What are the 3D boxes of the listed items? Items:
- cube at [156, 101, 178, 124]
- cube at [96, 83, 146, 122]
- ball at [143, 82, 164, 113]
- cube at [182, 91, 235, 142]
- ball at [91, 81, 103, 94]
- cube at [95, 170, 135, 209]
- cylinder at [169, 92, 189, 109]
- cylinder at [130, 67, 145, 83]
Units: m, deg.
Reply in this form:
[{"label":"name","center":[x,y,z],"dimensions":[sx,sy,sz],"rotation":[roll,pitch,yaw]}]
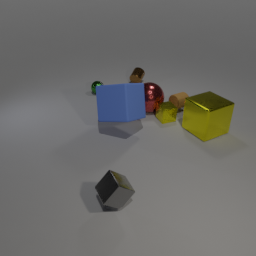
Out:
[{"label":"cube","center":[1.704,-0.697,12.451],"dimensions":[0.700,0.700,0.700],"rotation":[-12,36,-18]},{"label":"cube","center":[-0.263,-1.011,11.011],"dimensions":[1.400,1.400,1.400],"rotation":[1,9,32]},{"label":"ball","center":[0.981,-1.416,12.985],"dimensions":[1.400,1.400,1.400],"rotation":[0,31,0]},{"label":"cube","center":[3.242,-0.513,11.484],"dimensions":[1.400,1.400,1.400],"rotation":[-17,35,-26]},{"label":"ball","center":[-1.612,-2.149,14.853],"dimensions":[0.700,0.700,0.700],"rotation":[0,31,0]},{"label":"cube","center":[-0.372,1.726,7.853],"dimensions":[0.700,0.700,0.700],"rotation":[30,15,-41]},{"label":"cylinder","center":[2.373,-1.269,13.018],"dimensions":[0.700,0.700,0.700],"rotation":[-18,36,-32]},{"label":"cylinder","center":[0.531,-2.997,16.084],"dimensions":[0.700,0.700,0.700],"rotation":[13,56,21]}]
